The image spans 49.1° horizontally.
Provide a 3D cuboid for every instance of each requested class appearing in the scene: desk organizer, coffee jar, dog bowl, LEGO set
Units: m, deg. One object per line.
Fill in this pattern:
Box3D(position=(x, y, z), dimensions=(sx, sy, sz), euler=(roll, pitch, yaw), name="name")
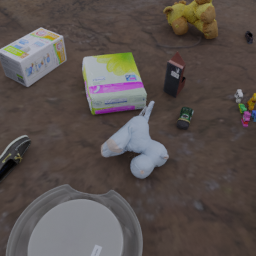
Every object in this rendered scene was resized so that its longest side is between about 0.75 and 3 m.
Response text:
Box3D(position=(1.602, -1.736, 9.267), dimensions=(0.542, 1.512, 0.582), euler=(32, 66, 18), name="desk organizer")
Box3D(position=(1.802, -0.301, 8.876), dimensions=(0.406, 0.332, 0.779), euler=(16, 50, 12), name="coffee jar")
Box3D(position=(-1.077, 2.560, 6.020), dimensions=(2.757, 0.808, 2.757), euler=(0, 49, 0), name="dog bowl")
Box3D(position=(3.966, -0.773, 9.111), dimensions=(0.568, 0.611, 1.489), euler=(2, 48, 1), name="LEGO set")

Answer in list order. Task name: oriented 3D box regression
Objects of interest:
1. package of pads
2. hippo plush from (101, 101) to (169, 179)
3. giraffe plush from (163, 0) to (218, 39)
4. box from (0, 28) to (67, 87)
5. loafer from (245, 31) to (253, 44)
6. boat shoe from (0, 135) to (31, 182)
Box3D(position=(-0.561, -1.587, 9.689), dimensions=(1.893, 0.836, 2.451), euler=(-7, 48, -8), name="package of pads")
Box3D(position=(0.335, 0.530, 7.745), dimensions=(1.850, 1.474, 1.488), euler=(-42, 90, -14), name="hippo plush")
Box3D(position=(2.624, -4.880, 12.076), dimensions=(2.026, 2.156, 2.499), euler=(-12, 58, 18), name="giraffe plush")
Box3D(position=(-3.483, -2.691, 10.458), dimensions=(1.205, 1.086, 2.142), euler=(27, 52, 21), name="box")
Box3D(position=(5.325, -4.016, 12.207), dimensions=(0.325, 0.285, 0.904), euler=(7, 49, 6), name="loafer")
Box3D(position=(-3.219, 0.888, 7.694), dimensions=(0.486, 0.575, 1.613), euler=(29, 62, 21), name="boat shoe")
